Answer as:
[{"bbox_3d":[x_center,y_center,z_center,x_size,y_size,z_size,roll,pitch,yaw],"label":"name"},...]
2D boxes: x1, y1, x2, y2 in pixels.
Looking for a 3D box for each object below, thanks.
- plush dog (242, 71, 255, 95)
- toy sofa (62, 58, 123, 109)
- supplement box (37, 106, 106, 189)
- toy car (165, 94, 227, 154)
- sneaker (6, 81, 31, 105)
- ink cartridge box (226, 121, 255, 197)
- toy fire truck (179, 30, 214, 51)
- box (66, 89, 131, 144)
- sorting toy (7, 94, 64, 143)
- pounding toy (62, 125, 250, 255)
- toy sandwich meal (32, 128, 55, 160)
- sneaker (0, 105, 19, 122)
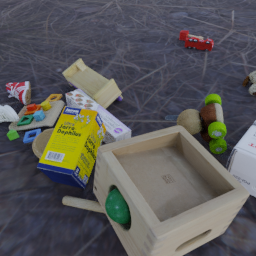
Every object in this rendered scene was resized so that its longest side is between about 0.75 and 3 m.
[{"bbox_3d":[5.025,-1.863,10.465,1.424,1.142,1.223,-8,16,-9],"label":"plush dog"},{"bbox_3d":[-1.276,-1.501,10.117,0.935,1.102,2.258,-44,52,-11],"label":"toy sofa"},{"bbox_3d":[-1.316,0.459,6.921,0.944,0.938,1.723,9,62,17],"label":"supplement box"},{"bbox_3d":[1.878,-0.068,7.999,1.640,1.294,1.347,-6,46,15],"label":"toy car"},{"bbox_3d":[-3.907,-1.215,9.907,0.834,0.528,1.484,-5,31,-13],"label":"sneaker"},{"bbox_3d":[4.036,0.616,7.064,2.059,1.199,2.827,27,47,30],"label":"ink cartridge box"},{"bbox_3d":[3.376,-4.358,13.947,1.812,0.442,1.278,14,40,17],"label":"toy fire truck"},{"bbox_3d":[-1.005,-0.329,8.745,0.566,0.607,2.927,-26,44,-28],"label":"box"},{"bbox_3d":[-2.917,-0.483,8.931,1.463,0.354,2.599,-5,37,13],"label":"sorting toy"},{"bbox_3d":[0.335,1.444,5.821,2.712,1.928,2.497,-14,45,-28],"label":"pounding toy"},{"bbox_3d":[-2.057,0.516,7.837,1.306,0.447,1.306,7,45,-7],"label":"toy sandwich meal"},{"bbox_3d":[-3.952,-0.334,8.695,1.569,0.571,0.664,9,45,44],"label":"sneaker"}]
